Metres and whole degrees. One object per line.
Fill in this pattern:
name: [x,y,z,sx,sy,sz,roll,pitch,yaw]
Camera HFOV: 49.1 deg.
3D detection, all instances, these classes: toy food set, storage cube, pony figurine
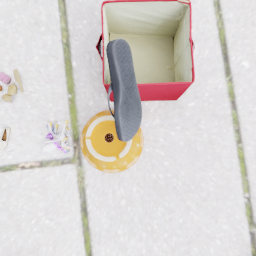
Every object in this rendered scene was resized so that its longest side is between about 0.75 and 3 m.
toy food set: [-4.557,-1.326,9.818,1.892,0.298,1.203,-19,85,6]
storage cube: [0.505,-2.224,8.749,2.828,2.542,2.417,-2,85,1]
pony figurine: [-2.430,0.356,9.428,1.100,0.949,1.139,-6,70,-10]

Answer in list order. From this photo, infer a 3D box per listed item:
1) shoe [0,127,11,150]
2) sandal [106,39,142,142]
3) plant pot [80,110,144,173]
shoe: [-4.279,0.363,9.667,0.288,0.220,0.824,13,85,1]
sandal: [-0.154,-0.892,6.895,0.525,0.932,2.451,-2,95,38]
plant pot: [-0.522,0.387,8.791,2.128,1.949,2.128,0,85,0]
